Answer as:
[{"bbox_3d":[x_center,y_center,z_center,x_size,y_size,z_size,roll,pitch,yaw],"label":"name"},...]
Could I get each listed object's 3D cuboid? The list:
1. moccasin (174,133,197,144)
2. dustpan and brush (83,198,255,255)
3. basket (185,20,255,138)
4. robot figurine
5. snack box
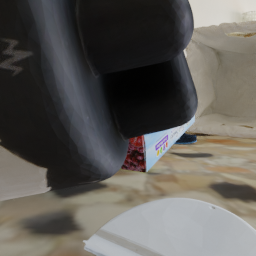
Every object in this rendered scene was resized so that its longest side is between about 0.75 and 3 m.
[{"bbox_3d":[0.857,0.129,5.501,0.966,0.329,0.389,2,6,19],"label":"moccasin"},{"bbox_3d":[0.403,0.587,1.488,0.847,0.347,1.213,16,18,22],"label":"dustpan and brush"},{"bbox_3d":[2.916,-1.129,6.977,2.545,2.568,2.065,4,5,30],"label":"basket"},{"bbox_3d":[-1.001,-0.323,1.920,2.798,2.102,1.746,-11,14,7],"label":"robot figurine"},{"bbox_3d":[-0.335,-0.167,4.425,2.281,0.772,1.924,5,21,30],"label":"snack box"}]
